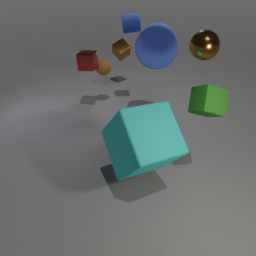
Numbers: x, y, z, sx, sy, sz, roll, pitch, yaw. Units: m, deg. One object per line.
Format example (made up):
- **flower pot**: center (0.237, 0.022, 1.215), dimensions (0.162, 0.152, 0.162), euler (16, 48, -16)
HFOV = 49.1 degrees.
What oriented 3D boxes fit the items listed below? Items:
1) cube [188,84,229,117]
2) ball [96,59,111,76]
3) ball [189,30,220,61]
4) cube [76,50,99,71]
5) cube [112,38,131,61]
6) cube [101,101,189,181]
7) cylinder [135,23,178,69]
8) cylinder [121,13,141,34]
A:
- **cube**: center (2.091, -0.692, 7.305), dimensions (0.700, 0.700, 0.700), euler (11, -4, -24)
- **ball**: center (-1.091, -2.677, 12.381), dimensions (0.700, 0.700, 0.700), euler (0, 31, 0)
- **ball**: center (1.788, -1.926, 6.535), dimensions (0.700, 0.700, 0.700), euler (0, 31, 0)
- **cube**: center (-1.685, -2.809, 11.667), dimensions (0.700, 0.700, 0.700), euler (3, 31, 11)
- **cube**: center (-0.348, -4.037, 14.451), dimensions (0.700, 0.700, 0.700), euler (-36, 76, -13)
- **cube**: center (0.362, 0.329, 6.986), dimensions (1.400, 1.400, 1.400), euler (-12, 73, -29)
- **cylinder**: center (1.013, -2.886, 9.768), dimensions (1.400, 1.400, 1.400), euler (4, 24, 7)
- **cylinder**: center (0.114, -4.110, 10.999), dimensions (0.700, 0.700, 0.700), euler (-8, 31, 1)
